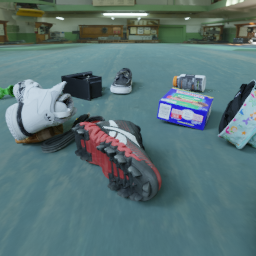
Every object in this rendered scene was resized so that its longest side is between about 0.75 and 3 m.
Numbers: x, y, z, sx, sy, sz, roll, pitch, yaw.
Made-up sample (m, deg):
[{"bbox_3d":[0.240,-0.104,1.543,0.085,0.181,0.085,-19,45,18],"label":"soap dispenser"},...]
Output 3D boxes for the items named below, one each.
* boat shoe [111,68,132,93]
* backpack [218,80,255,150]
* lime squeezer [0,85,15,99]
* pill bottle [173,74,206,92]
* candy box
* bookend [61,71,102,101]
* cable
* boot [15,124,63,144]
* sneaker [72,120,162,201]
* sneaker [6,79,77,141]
[{"bbox_3d":[-0.227,-2.450,13.960,1.036,0.982,2.963,3,21,9],"label":"boat shoe"},{"bbox_3d":[3.155,-0.267,7.335,1.319,1.555,1.752,38,39,13],"label":"backpack"},{"bbox_3d":[-5.497,-1.543,12.506,2.869,0.541,1.013,-19,-3,-38],"label":"lime squeezer"},{"bbox_3d":[2.949,-2.193,13.555,1.482,0.787,0.787,10,23,24],"label":"pill bottle"},{"bbox_3d":[1.985,-0.703,9.485,1.559,0.710,1.844,16,24,17],"label":"candy box"},{"bbox_3d":[-1.747,-1.992,12.920,1.879,0.865,1.867,18,27,38],"label":"bookend"},{"bbox_3d":[-1.425,0.188,7.957,1.098,0.569,2.260,9,34,21],"label":"cable"},{"bbox_3d":[-2.462,0.079,7.906,1.041,0.496,1.346,-13,8,9],"label":"boot"},{"bbox_3d":[-0.067,0.495,6.002,1.445,1.045,2.958,-13,23,-28],"label":"sneaker"},{"bbox_3d":[-2.251,-0.725,7.632,1.562,1.021,2.718,-17,32,-1],"label":"sneaker"}]
